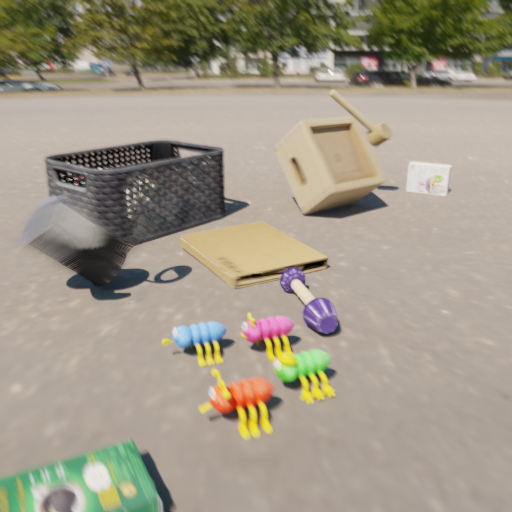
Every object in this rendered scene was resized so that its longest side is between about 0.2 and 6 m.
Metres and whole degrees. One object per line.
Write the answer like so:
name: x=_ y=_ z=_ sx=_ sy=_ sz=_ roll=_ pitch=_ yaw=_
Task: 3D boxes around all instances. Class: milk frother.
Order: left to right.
milk frother: x=-2.427 y=-0.394 z=8.292 sx=1.326 sy=1.410 sz=1.272 roll=38 pitch=-11 yaw=-38

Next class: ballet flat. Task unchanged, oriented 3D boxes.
ballet flat: x=-2.706 y=-1.235 z=12.177 sx=0.754 sy=0.754 sz=2.100 roll=3 pitch=20 yaw=8

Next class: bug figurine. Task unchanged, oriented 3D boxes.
bug figurine: x=-0.093 y=1.135 z=6.332 sx=1.601 sy=0.531 sz=2.065 roll=-8 pitch=21 yaw=-22

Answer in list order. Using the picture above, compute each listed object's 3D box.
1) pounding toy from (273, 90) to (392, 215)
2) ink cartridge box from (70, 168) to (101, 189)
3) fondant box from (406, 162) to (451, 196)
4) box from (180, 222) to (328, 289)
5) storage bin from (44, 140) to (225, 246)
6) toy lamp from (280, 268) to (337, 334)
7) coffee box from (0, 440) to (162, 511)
pounding toy: x=1.913 y=-2.517 z=13.320 sx=2.870 sy=2.521 sz=1.313 roll=-15 pitch=-13 yaw=-37
ink cartridge box: x=-4.058 y=-1.675 z=13.687 sx=0.776 sy=0.773 sz=1.068 roll=-10 pitch=22 yaw=-26
fondant box: x=4.501 y=-2.014 z=14.637 sx=1.045 sy=0.754 sz=0.304 roll=12 pitch=21 yaw=29
box: x=-0.096 y=-0.089 z=10.003 sx=1.838 sy=0.239 sz=2.248 roll=-11 pitch=24 yaw=-27
storage bin: x=-2.464 y=-1.438 z=11.923 sx=2.254 sy=1.563 sz=3.334 roll=16 pitch=25 yaw=38
toy lamp: x=0.735 y=0.632 z=7.885 sx=0.465 sy=0.465 sz=1.599 roll=-4 pitch=18 yaw=-11
coffee box: x=-1.498 y=1.957 z=4.426 sx=1.311 sy=0.288 sz=0.806 roll=-10 pitch=22 yaw=-26
